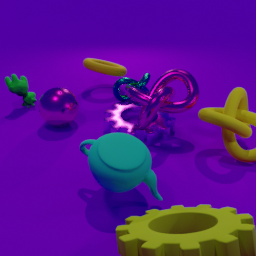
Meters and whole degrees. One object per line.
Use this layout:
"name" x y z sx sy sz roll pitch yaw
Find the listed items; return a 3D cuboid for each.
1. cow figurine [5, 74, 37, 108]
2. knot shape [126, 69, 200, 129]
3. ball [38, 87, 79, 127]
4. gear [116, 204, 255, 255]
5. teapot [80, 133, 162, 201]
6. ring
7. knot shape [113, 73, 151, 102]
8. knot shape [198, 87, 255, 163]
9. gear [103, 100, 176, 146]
"cow figurine" -3.480 -1.178 9.167 0.578 1.035 1.052 -19 -2 13
"knot shape" 0.763 -0.838 7.691 2.008 0.928 1.879 -36 28 -21
"ball" -2.031 -0.615 8.248 1.166 1.166 1.166 0 31 0
"gear" 0.831 1.580 4.174 1.975 0.365 1.975 -7 -2 0
"teapot" -0.132 0.788 5.678 2.036 0.997 1.266 28 45 15
"ring" -0.856 -2.277 10.500 1.672 0.334 1.672 13 18 -4
"knot shape" 0.127 -1.374 9.669 1.330 0.657 1.421 -13 -10 -7
"knot shape" 2.588 -0.155 6.880 1.798 0.888 1.921 10 54 -22
"gear" 0.337 -0.217 8.337 2.095 0.387 2.095 0 31 0
